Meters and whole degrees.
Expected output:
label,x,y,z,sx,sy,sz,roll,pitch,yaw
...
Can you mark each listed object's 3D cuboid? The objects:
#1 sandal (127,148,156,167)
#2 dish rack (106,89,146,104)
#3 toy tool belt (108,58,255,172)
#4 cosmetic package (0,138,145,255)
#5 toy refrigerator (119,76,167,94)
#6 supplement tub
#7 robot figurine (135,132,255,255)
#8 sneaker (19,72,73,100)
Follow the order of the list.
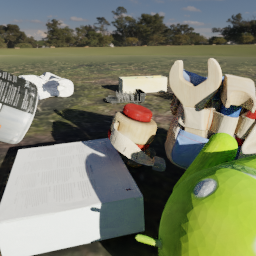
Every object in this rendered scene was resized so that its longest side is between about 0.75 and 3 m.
label,x,y,z,sx,sy,sz,roll,pitch,yaw
sandal,0.276,0.511,5.269,0.317,0.213,0.788,12,21,34
dish rack,-0.112,-1.179,10.456,1.426,0.389,1.094,-3,17,-9
toy tool belt,1.241,-0.266,3.899,2.774,1.705,1.732,16,17,0
cosmetic package,-0.789,0.761,3.851,1.531,0.525,2.031,-9,19,-11
toy refrigerator,0.650,-1.970,12.443,2.023,0.708,0.768,-4,17,-15
supplement tub,-2.955,-0.597,5.238,2.204,1.350,1.350,20,6,-31
robot figurine,1.247,0.856,2.260,2.293,1.327,2.012,-9,27,-28
sneaker,-3.540,-1.742,11.346,2.348,0.937,1.528,-9,18,-28
